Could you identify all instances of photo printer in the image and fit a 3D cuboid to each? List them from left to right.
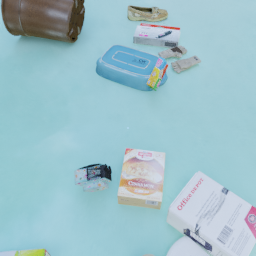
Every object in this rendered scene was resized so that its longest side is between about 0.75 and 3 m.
[{"bbox_3d":[1.399,3.025,6.332,0.840,0.350,1.009,-38,61,-26],"label":"photo printer"}]

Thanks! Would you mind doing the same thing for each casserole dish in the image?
[{"bbox_3d":[0.115,-2.373,10.553,2.889,0.561,1.750,22,55,16],"label":"casserole dish"}]

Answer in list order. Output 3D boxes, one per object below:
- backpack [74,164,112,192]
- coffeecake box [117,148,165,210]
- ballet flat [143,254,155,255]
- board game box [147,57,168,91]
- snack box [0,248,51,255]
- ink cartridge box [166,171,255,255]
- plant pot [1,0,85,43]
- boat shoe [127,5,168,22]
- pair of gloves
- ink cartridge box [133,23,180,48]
[{"bbox_3d":[-0.922,1.288,7.174,0.900,0.791,0.690,-4,75,12],"label":"backpack"},{"bbox_3d":[0.389,1.339,7.568,1.131,0.538,1.474,6,51,5],"label":"coffeecake box"},{"bbox_3d":[-0.115,3.819,5.314,1.010,0.934,2.994,14,52,20],"label":"ballet flat"},{"bbox_3d":[1.001,-1.800,9.421,0.199,0.756,0.987,27,94,18],"label":"board game box"},{"bbox_3d":[-2.921,3.514,5.753,2.393,0.634,1.702,-3,51,-3],"label":"snack box"},{"bbox_3d":[2.076,2.175,6.722,1.902,0.802,1.377,33,58,24],"label":"ink cartridge box"},{"bbox_3d":[-3.236,-4.720,11.320,2.556,2.582,2.582,16,53,4],"label":"plant pot"},{"bbox_3d":[0.919,-5.341,12.894,1.902,0.598,0.694,2,51,2],"label":"boat shoe"},{"bbox_3d":[2.006,-2.744,11.041,1.198,0.247,1.409,-26,55,-20],"label":"pair of gloves"},{"bbox_3d":[1.301,-4.132,12.057,1.882,0.410,1.634,10,53,8],"label":"ink cartridge box"}]
